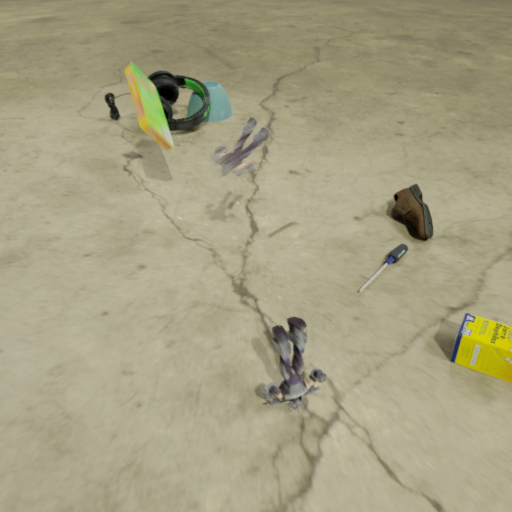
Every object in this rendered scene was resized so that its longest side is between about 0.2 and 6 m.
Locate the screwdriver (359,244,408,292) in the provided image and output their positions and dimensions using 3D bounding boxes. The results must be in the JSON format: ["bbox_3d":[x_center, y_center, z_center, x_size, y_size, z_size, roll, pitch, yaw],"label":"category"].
[{"bbox_3d":[2.561,0.208,11.262,0.265,0.276,1.897,22,36,32],"label":"screwdriver"}]

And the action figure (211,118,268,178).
[{"bbox_3d":[-0.278,-1.906,10.335,0.840,0.448,1.292,36,70,-1],"label":"action figure"}]

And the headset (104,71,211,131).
[{"bbox_3d":[-3.113,-4.741,17.785,3.357,1.577,2.073,6,58,2],"label":"headset"}]

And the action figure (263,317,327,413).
[{"bbox_3d":[0.508,1.643,7.937,0.964,1.481,0.514,-20,26,-25],"label":"action figure"}]

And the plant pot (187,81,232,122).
[{"bbox_3d":[-1.569,-5.216,18.692,1.522,1.025,1.522,0,35,0],"label":"plant pot"}]

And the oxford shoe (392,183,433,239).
[{"bbox_3d":[3.550,-0.920,12.772,0.790,0.680,1.871,-16,32,9],"label":"oxford shoe"}]

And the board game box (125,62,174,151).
[{"bbox_3d":[-2.484,-3.473,12.906,0.319,1.016,2.126,-27,58,16],"label":"board game box"}]

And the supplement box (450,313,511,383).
[{"bbox_3d":[3.833,1.497,9.042,1.152,0.631,0.627,18,38,23],"label":"supplement box"}]
